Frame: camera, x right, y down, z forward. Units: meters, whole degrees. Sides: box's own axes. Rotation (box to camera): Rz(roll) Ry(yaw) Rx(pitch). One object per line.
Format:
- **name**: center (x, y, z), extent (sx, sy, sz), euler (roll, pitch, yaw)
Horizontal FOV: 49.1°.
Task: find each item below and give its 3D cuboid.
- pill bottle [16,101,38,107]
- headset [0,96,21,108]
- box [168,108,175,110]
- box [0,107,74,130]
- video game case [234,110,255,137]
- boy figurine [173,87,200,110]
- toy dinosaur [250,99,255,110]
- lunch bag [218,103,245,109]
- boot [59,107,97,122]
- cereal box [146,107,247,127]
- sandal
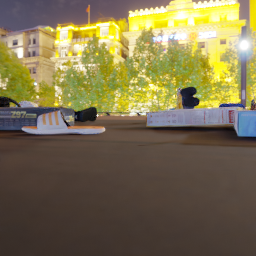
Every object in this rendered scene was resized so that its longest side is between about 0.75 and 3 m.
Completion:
- **pill bottle**: center (-4.811, -0.794, 13.540), extent (0.980, 0.980, 1.737), euler (0, 4, -10)
- **headset**: center (-3.743, -0.521, 8.098), extent (1.362, 0.841, 0.640), euler (27, 12, -33)
- **box**: center (1.510, -0.621, 11.366), extent (0.763, 0.188, 0.314), euler (-15, -3, -3)
- **box**: center (-2.577, -0.254, 7.052), extent (2.186, 0.558, 1.724), euler (0, 4, 0)
- **video game case**: center (3.032, -0.104, 5.108), extent (2.025, 0.460, 1.836), euler (1, 3, 20)
- **boy figurine**: center (2.623, -1.078, 13.534), extent (0.878, 1.695, 2.727), euler (-9, -14, -9)
- **toy dinosaur**: center (4.266, -0.432, 7.473), extent (2.548, 1.094, 1.727), euler (16, -40, -26)
- **lunch bag**: center (4.686, -0.710, 12.824), extent (1.290, 0.877, 0.854), euler (1, 3, 21)
- **boot**: center (-2.514, -0.677, 13.539), extent (1.587, 0.721, 1.888), euler (5, 11, 17)
- **cereal box**: center (1.981, -0.304, 7.944), extent (2.467, 0.488, 1.775), euler (-2, 1, 29)
- **sandal**: center (-1.234, -0.113, 5.466), extent (1.563, 0.448, 0.599), euler (-1, 3, -12)
